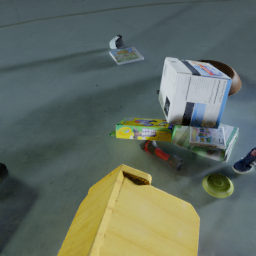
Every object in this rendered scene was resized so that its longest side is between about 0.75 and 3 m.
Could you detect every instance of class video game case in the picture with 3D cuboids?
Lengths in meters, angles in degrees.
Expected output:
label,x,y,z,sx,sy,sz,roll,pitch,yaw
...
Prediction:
label,x,y,z,sx,sy,sz,roll,pitch,yaw
video game case,2.643,0.256,9.369,1.123,0.146,1.234,6,32,11
video game case,-0.093,-3.683,14.218,1.369,0.151,1.246,-16,45,-16

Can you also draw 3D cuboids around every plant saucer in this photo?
label,x,y,z,sx,sy,sz,roll,pitch,yaw
plant saucer,2.669,1.655,8.276,0.893,0.139,0.893,0,42,0
plant saucer,3.652,-2.351,12.499,2.810,0.514,2.810,-1,42,0

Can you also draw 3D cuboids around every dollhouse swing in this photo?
label,x,y,z,sx,sy,sz,roll,pitch,yaw
dollhouse swing,0.027,2.652,6.660,2.263,2.340,2.575,36,42,-15

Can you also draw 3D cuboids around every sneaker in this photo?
label,x,y,z,sx,sy,sz,roll,pitch,yaw
sneaker,3.844,0.935,8.745,1.384,0.585,0.519,-23,47,-23

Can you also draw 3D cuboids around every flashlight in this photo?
label,x,y,z,sx,sy,sz,roll,pitch,yaw
flashlight,1.054,0.776,8.920,1.507,0.510,0.512,31,94,36

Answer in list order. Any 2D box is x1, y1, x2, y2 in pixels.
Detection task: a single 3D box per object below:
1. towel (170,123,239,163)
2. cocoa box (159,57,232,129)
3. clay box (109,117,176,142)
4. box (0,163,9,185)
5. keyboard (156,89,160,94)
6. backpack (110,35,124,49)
label,x,y,z,sx,sy,sz,roll,pitch,yaw
towel,2.504,0.181,9.762,2.351,0.361,1.754,21,45,22
cocoa box,2.109,-1.251,9.462,1.668,1.695,2.542,6,23,-4
clay box,0.480,0.012,9.174,2.036,0.485,1.170,5,15,14
box,-5.000,1.660,7.978,2.229,0.530,2.152,14,41,15
keyboard,2.067,-1.075,11.254,1.249,0.267,2.080,-25,47,-35
backpack,-0.603,-4.503,14.872,0.513,0.677,0.811,2,41,33
